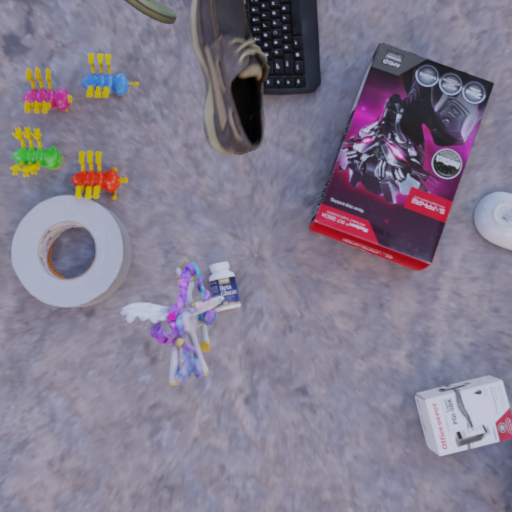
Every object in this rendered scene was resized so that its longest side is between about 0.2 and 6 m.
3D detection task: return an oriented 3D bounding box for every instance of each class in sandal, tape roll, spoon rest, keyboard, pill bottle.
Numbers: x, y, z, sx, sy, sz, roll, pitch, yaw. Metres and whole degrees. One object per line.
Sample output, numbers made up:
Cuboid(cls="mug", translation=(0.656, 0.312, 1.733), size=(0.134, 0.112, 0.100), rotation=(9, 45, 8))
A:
Cuboid(cls="sandal", translation=(-1.826, -3.850, 7.179), size=(0.668, 2.339, 0.929), rotation=(-47, 45, 9))
Cuboid(cls="tape roll", translation=(-2.964, -0.060, 9.068), size=(1.785, 0.590, 1.785), rotation=(0, 84, 0))
Cuboid(cls="spoon rest", translation=(4.405, -0.332, 9.200), size=(1.792, 0.543, 0.890), rotation=(43, 85, 17))
Cuboid(cls="keyboard", translation=(-0.083, -4.819, 9.371), size=(2.217, 0.844, 4.260), rotation=(-4, 84, -1))
Cuboid(cls="pill bottle", translation=(-0.530, 0.495, 9.100), size=(0.422, 0.422, 0.760), rotation=(-12, 85, -1))

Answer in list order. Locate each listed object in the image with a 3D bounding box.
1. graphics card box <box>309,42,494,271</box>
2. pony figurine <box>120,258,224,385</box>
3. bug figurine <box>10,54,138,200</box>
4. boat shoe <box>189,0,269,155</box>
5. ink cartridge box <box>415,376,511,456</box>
Cuboid(cls="graphics card box", translation=(2.324, -1.588, 9.091), size=(1.999, 0.810, 3.186), rotation=(21, 85, 2))
Cuboid(cls="pony figurine", translation=(-0.950, 0.851, 7.216), size=(1.239, 1.437, 1.488), rotation=(-4, 100, 5))
Cuboid(cls="bug figurine", translation=(-2.976, -2.083, 9.207), size=(1.906, 0.632, 2.458), rotation=(5, 81, -4))
Cuboid(cls="boat shoe", translation=(-0.219, -2.453, 7.240), size=(0.867, 0.853, 2.326), rotation=(-28, 122, -39))
Cuboid(cls="ink cartridge box", translation=(3.301, 2.524, 8.868), size=(1.283, 0.532, 0.942), rotation=(-14, 86, -2))
